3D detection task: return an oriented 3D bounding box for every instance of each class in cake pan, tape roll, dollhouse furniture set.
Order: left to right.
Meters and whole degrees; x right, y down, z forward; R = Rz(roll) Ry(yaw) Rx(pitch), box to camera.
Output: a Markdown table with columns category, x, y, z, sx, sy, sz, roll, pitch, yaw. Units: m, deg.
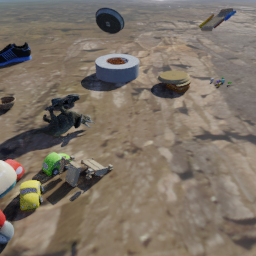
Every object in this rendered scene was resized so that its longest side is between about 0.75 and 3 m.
| category | x | y | z | sx | sy | sz | roll | pitch | yaw |
| --- | --- | --- | --- | --- | --- | --- | --- | --- | --- |
| dollhouse furniture set | -1.406 | 1.395 | 9.285 | 1.174 | 0.672 | 1.376 | 27 | 18 | 34 |
| cake pan | -0.845 | -4.783 | 12.631 | 1.387 | 1.387 | 0.254 | 11 | 65 | 16 |
| tape roll | -0.620 | -3.513 | 16.284 | 2.545 | 0.841 | 2.545 | 0 | 34 | 0 |

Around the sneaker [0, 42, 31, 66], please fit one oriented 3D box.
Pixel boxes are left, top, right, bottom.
| category | x | y | z | sx | sy | sz | roll | pitch | yaw |
| --- | --- | --- | --- | --- | --- | --- | --- | --- | --- |
| sneaker | -7.733 | -4.791 | 17.978 | 2.913 | 1.135 | 1.022 | -20 | 38 | -28 |

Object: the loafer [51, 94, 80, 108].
| category | x | y | z | sx | sy | sz | roll | pitch | yaw |
| --- | --- | --- | --- | --- | --- | --- | --- | --- | --- |
| loafer | -2.918 | -1.241 | 13.226 | 1.362 | 0.489 | 0.428 | -13 | 56 | -8 |

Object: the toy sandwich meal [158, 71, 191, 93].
| category | x | y | z | sx | sy | sz | roll | pitch | yaw |
| --- | --- | --- | --- | --- | --- | --- | --- | --- | --- |
| toy sandwich meal | 2.502 | -2.519 | 15.008 | 1.893 | 0.648 | 1.893 | -4 | 30 | 2 |

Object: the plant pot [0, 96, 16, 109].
| category | x | y | z | sx | sy | sz | roll | pitch | yaw |
| --- | --- | --- | --- | --- | --- | --- | --- | --- | --- |
| plant pot | -5.635 | -1.134 | 13.020 | 0.847 | 0.391 | 0.847 | 1 | 33 | 0 |

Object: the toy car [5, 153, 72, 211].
| category | x | y | z | sx | sy | sz | roll | pitch | yaw |
| --- | --- | --- | --- | --- | --- | --- | --- | --- | --- |
| toy car | -2.883 | 1.337 | 9.050 | 2.312 | 0.548 | 2.457 | -28 | 42 | -36 |

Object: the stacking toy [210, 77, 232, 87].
| category | x | y | z | sx | sy | sz | roll | pitch | yaw |
| --- | --- | --- | --- | --- | --- | --- | --- | --- | --- |
| stacking toy | 5.098 | -2.536 | 15.380 | 0.941 | 0.221 | 0.710 | -10 | 36 | -19 |

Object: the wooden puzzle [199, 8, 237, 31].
| category | x | y | z | sx | sy | sz | roll | pitch | yaw |
| --- | --- | --- | --- | --- | --- | --- | --- | --- | --- |
| wooden puzzle | 2.766 | -3.338 | 8.716 | 0.971 | 0.168 | 1.440 | -40 | 20 | 13 |

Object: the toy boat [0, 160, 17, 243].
| category | x | y | z | sx | sy | sz | roll | pitch | yaw |
| --- | --- | --- | --- | --- | --- | --- | --- | --- | --- |
| toy boat | -3.882 | 2.025 | 7.576 | 2.170 | 1.199 | 2.581 | -31 | 38 | -28 |

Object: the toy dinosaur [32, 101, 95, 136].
| category | x | y | z | sx | sy | sz | roll | pitch | yaw |
| --- | --- | --- | --- | --- | --- | --- | --- | --- | --- |
| toy dinosaur | -2.669 | -0.235 | 11.088 | 2.449 | 0.942 | 1.252 | -26 | 73 | -15 |
